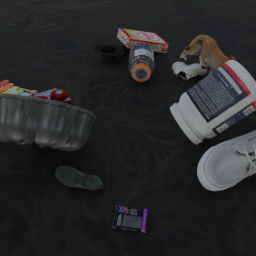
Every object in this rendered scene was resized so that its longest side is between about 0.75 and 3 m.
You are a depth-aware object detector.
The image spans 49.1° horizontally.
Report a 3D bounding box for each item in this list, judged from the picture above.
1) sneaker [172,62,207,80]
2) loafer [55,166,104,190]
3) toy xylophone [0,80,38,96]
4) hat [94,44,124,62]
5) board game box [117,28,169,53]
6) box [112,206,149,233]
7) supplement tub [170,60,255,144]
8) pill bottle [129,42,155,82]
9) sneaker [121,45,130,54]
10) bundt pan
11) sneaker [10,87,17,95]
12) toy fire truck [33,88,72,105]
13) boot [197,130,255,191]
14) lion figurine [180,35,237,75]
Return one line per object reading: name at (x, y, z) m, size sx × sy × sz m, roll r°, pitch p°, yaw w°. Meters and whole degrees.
sneaker at (2.524, -2.237, 11.467) m, size 1.444 × 0.563 × 0.718 m, roll 2°, pitch 61°, yaw -5°
loafer at (-1.230, 1.323, 7.101) m, size 1.309 × 0.412 × 0.470 m, roll 13°, pitch 71°, yaw 22°
toy xylophone at (-4.251, -1.237, 10.119) m, size 2.046 × 0.514 × 1.498 m, roll 14°, pitch 40°, yaw 16°
hat at (-0.878, -3.357, 12.766) m, size 1.399 × 0.564 × 1.399 m, roll 6°, pitch 39°, yaw -5°
board game box at (0.698, -4.220, 13.522) m, size 2.063 × 0.478 × 1.563 m, roll -1°, pitch 36°, yaw -26°
box at (0.073, 2.046, 6.307) m, size 0.771 × 0.139 × 0.551 m, roll 6°, pitch 38°, yaw 6°
supplement tub at (2.456, -0.686, 7.876) m, size 2.185 × 1.534 × 1.534 m, roll -36°, pitch 36°, yaw 17°
pill bottle at (0.551, -2.670, 11.483) m, size 1.058 × 1.058 × 1.992 m, roll 2°, pitch 39°, yaw 2°
sneaker at (0.064, -3.853, 13.553) m, size 1.216 × 0.365 × 0.634 m, roll 9°, pitch 39°, yaw 3°
bundt pan at (-2.278, -0.022, 7.280) m, size 2.796 × 2.796 × 1.049 m, roll 7°, pitch 81°, yaw 8°
sneaker at (-3.872, -1.101, 9.495) m, size 0.307 × 0.270 × 0.767 m, roll 8°, pitch 41°, yaw -8°
toy fire truck at (-2.497, -0.712, 8.406) m, size 1.526 × 0.855 × 1.281 m, roll -26°, pitch 40°, yaw -32°
boot at (3.109, 0.515, 6.805) m, size 2.985 × 1.426 × 1.098 m, roll -25°, pitch 80°, yaw -28°
lion figurine at (3.169, -2.603, 10.479) m, size 1.075 × 2.966 × 1.817 m, roll 12°, pitch 67°, yaw 46°
